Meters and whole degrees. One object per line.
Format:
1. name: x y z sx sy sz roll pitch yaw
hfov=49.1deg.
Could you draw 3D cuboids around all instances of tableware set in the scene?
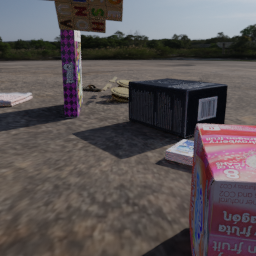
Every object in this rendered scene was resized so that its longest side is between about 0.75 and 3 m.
1. tableware set: -0.099 -1.635 12.744 1.794 0.544 2.715 14 24 4

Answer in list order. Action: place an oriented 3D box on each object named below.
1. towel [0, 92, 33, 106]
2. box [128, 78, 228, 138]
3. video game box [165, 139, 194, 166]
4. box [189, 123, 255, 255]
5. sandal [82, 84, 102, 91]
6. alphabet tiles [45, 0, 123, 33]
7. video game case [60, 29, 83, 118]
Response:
1. towel: -5.250 -1.229 11.713 1.882 0.303 1.798 2 17 10
2. box: 1.376 -0.716 8.235 1.742 1.256 2.347 -12 20 -36
3. video game box: 1.415 0.530 5.865 0.983 0.230 0.896 11 22 33
4. box: 2.137 0.864 2.593 2.978 1.410 1.528 2 17 7
5. sandal: -1.887 -2.109 14.638 1.202 0.328 0.491 12 20 34
6. alphabet tiles: -1.156 -3.287 6.527 2.141 2.562 0.097 4 60 -2
7. video game case: -1.957 -2.034 9.961 0.508 2.838 2.573 -1 16 -5
